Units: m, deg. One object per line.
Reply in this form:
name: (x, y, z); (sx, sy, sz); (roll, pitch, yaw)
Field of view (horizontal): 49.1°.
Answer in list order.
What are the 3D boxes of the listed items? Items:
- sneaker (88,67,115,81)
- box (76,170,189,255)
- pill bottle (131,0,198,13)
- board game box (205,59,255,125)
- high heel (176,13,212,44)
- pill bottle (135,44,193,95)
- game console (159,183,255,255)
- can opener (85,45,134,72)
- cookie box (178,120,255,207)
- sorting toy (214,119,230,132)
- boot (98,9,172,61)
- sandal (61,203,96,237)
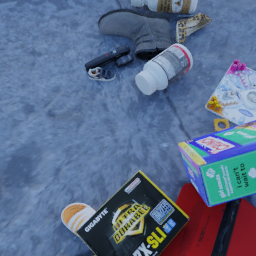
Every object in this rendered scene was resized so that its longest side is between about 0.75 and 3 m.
sneaker: (-0.967, -1.981, 10.317); (0.996, 0.396, 0.391); (0, 59, -1)
box: (0.129, 2.429, 6.921); (2.221, 0.548, 1.774); (-40, 74, -22)
pill bottle: (1.528, -5.722, 11.788); (2.721, 1.556, 1.556); (4, 60, 3)
board game box: (4.420, -1.078, 9.827); (2.561, 0.331, 2.562); (30, 64, 16)
high heel: (2.667, -3.985, 11.246); (1.432, 0.717, 2.010); (4, 52, 9)
pill bottle: (1.250, -2.042, 9.925); (1.997, 1.105, 1.105); (-38, 67, -20)
game console: (2.290, 3.103, 7.342); (2.354, 1.621, 2.731); (2, 47, 38)
can opener: (-0.736, -2.598, 10.541); (1.899, 0.602, 0.747); (-20, 63, -12)
cookie box: (2.998, 0.684, 7.166); (2.934, 2.510, 1.103); (-17, 98, 2)
sorting toy: (3.173, 0.778, 8.739); (1.501, 0.363, 2.665); (-10, 60, -5)
boot: (0.288, -3.570, 10.915); (2.991, 1.044, 1.969); (-3, 66, 4)
sandal: (-0.876, 2.697, 7.490); (2.146, 0.615, 0.822); (32, 65, 17)
